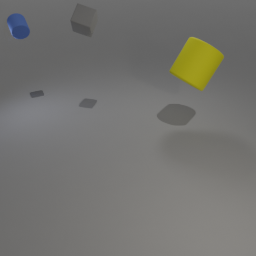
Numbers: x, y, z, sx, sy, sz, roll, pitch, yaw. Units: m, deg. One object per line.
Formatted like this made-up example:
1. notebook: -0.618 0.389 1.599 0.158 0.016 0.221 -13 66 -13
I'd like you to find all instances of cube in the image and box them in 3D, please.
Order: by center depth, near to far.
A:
1. cube: -1.491 -3.679 9.609 0.700 0.700 0.700 19 -11 -1

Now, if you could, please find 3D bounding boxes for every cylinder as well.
1. cylinder: 2.418 -2.253 9.954 1.400 1.400 1.400 29 12 -7
2. cylinder: -4.288 -3.975 10.963 0.700 0.700 0.700 -16 64 -25
